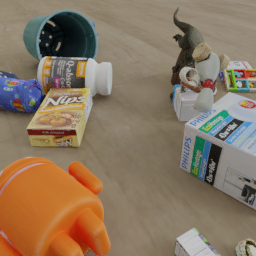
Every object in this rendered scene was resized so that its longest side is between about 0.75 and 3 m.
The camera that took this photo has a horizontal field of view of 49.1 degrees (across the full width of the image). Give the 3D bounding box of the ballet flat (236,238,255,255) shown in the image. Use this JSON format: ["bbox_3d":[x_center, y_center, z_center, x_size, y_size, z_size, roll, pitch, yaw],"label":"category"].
[{"bbox_3d":[2.440,2.684,5.068,0.567,0.479,1.500,-8,36,-12],"label":"ballet flat"}]

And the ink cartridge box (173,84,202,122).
[{"bbox_3d":[2.131,-0.903,9.861,0.865,0.861,1.179,-2,35,-3],"label":"ink cartridge box"}]

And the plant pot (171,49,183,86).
[{"bbox_3d":[2.649,-2.651,11.651,1.580,1.690,1.580,0,34,0],"label":"plant pot"}]

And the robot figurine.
[{"bbox_3d":[-1.648,1.638,5.553,2.858,2.056,1.667,27,0,35],"label":"robot figurine"}]

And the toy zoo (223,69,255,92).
[{"bbox_3d":[4.875,-1.984,11.621,1.673,0.171,1.098,0,60,1],"label":"toy zoo"}]

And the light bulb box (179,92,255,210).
[{"bbox_3d":[3.045,0.463,7.326,2.442,1.524,2.421,28,43,34],"label":"light bulb box"}]

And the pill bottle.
[{"bbox_3d":[-1.979,-1.949,10.809,2.618,1.523,1.523,3,35,4],"label":"pill bottle"}]

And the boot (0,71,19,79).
[{"bbox_3d":[-5.378,-2.100,11.799,0.981,0.790,2.171,-21,47,-38],"label":"boot"}]

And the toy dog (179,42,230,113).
[{"bbox_3d":[1.958,-1.319,7.571,1.339,0.978,2.030,45,59,-10],"label":"toy dog"}]

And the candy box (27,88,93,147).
[{"bbox_3d":[-2.141,-0.443,9.312,1.511,0.724,2.618,1,36,3],"label":"candy box"}]

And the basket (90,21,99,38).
[{"bbox_3d":[-2.296,-5.200,15.448,1.053,1.514,1.335,-28,44,-35],"label":"basket"}]

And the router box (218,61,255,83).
[{"bbox_3d":[4.836,-2.546,12.628,1.427,0.388,1.590,2,35,3],"label":"router box"}]

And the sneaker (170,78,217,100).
[{"bbox_3d":[2.548,-1.741,10.792,2.026,1.170,0.767,-14,37,-19],"label":"sneaker"}]

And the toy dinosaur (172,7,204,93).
[{"bbox_3d":[2.163,-2.624,9.529,1.140,2.962,1.515,-1,5,-20],"label":"toy dinosaur"}]

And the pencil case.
[{"bbox_3d":[-4.568,-1.363,10.221,2.972,1.160,1.291,9,65,12],"label":"pencil case"}]

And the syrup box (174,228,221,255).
[{"bbox_3d":[1.452,2.568,5.206,0.518,0.501,1.272,-19,39,-25],"label":"syrup box"}]

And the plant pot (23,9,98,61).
[{"bbox_3d":[-3.302,-3.962,12.848,2.850,2.850,2.791,-23,34,-29],"label":"plant pot"}]
